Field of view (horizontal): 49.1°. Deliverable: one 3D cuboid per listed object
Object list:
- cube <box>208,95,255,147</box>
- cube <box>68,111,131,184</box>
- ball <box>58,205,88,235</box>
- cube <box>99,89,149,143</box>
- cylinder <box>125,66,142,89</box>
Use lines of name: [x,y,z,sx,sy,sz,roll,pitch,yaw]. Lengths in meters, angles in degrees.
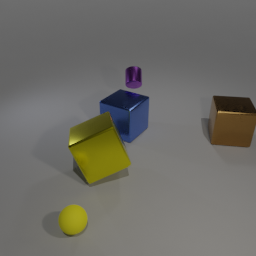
cube: [3.856,-0.274,10.497,1.400,1.400,1.400,4,31,7]
cube: [-0.877,0.558,8.565,1.400,1.400,1.400,-24,24,0]
ball: [-1.342,2.233,6.838,0.700,0.700,0.700,0,31,0]
cube: [-0.124,-0.507,10.885,1.400,1.400,1.400,18,36,28]
cylinder: [0.234,-2.109,11.728,0.700,0.700,0.700,0,70,0]
